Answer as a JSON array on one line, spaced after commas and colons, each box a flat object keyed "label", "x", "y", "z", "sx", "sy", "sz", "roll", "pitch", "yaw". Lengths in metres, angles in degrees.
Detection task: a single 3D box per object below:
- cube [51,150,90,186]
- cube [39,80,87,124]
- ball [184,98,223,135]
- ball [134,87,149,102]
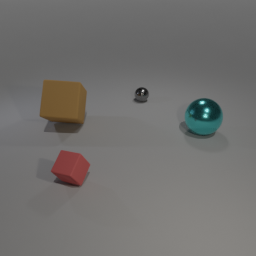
[{"label": "cube", "x": -1.622, "y": 1.136, "z": 7.998, "sx": 0.700, "sy": 0.700, "sz": 0.700, "roll": 7, "pitch": 60, "yaw": 25}, {"label": "cube", "x": -2.450, "y": -0.974, "z": 10.838, "sx": 1.400, "sy": 1.400, "sz": 1.400, "roll": 4, "pitch": -6, "yaw": 2}, {"label": "ball", "x": 2.831, "y": -0.422, "z": 10.500, "sx": 1.400, "sy": 1.400, "sz": 1.400, "roll": 0, "pitch": 29, "yaw": 0}, {"label": "ball", "x": 0.661, "y": -1.604, "z": 13.426, "sx": 0.700, "sy": 0.700, "sz": 0.700, "roll": 0, "pitch": 29, "yaw": 0}]
